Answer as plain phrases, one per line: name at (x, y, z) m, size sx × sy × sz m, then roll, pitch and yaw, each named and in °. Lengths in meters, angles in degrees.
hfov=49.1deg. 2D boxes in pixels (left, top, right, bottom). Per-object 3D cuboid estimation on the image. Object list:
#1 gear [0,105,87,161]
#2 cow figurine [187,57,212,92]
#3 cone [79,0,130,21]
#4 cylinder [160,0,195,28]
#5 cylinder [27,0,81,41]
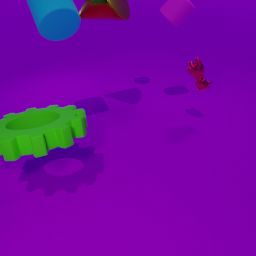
gear at (-1.916, 0.016, 5.801) m, size 2.090 × 0.387 × 2.090 m, roll -6°, pitch 20°, yaw 2°
cow figurine at (2.111, -1.542, 8.260) m, size 0.489 × 0.891 × 0.876 m, roll -31°, pitch 78°, yaw 2°
cone at (-0.921, -3.431, 7.943) m, size 1.435 × 1.430 × 1.430 m, roll -18°, pitch 22°, yaw 28°
cylinder at (1.496, -3.606, 8.494) m, size 0.771 × 0.771 × 0.771 m, roll 37°, pitch 25°, yaw -21°
cylinder at (-1.881, -2.982, 7.088) m, size 1.076 × 1.076 × 1.076 m, roll -16°, pitch 68°, yaw -24°
